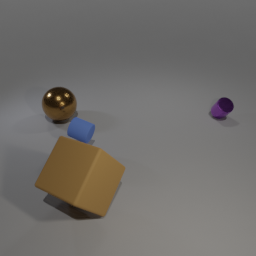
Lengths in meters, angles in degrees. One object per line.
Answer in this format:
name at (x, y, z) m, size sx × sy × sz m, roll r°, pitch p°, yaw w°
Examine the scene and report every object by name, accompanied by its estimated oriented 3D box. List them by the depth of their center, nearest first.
cube at (-1.164, 1.224, 7.120) m, size 1.400 × 1.400 × 1.400 m, roll 14°, pitch 71°, yaw 32°
cylinder at (-1.567, 0.076, 9.412) m, size 0.700 × 0.700 × 0.700 m, roll 22°, pitch 35°, yaw 9°
ball at (-2.792, -0.980, 11.424) m, size 1.400 × 1.400 × 1.400 m, roll 0°, pitch 31°, yaw 0°
cylinder at (3.896, -0.814, 11.600) m, size 0.700 × 0.700 × 0.700 m, roll 3°, pitch 69°, yaw -7°
